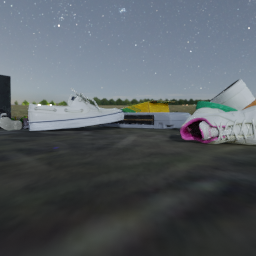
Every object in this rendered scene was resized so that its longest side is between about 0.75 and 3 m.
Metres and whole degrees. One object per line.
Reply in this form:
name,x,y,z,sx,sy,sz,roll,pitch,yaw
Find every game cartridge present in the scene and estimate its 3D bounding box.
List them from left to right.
game cartridge,0.534,-0.265,9.090,2.782,0.578,1.852,2,7,34

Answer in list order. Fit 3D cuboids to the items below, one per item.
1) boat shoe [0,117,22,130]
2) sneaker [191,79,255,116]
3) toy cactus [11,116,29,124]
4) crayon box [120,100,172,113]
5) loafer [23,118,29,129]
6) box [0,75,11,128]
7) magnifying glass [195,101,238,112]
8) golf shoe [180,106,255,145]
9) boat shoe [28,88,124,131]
boat shoe,-3.135,-0.106,7.301,0.273,0.334,0.904,1,0,13
sneaker,2.363,-0.240,7.230,0.928,1.080,2.550,-39,-4,-16
toy cactus,-3.896,-0.208,10.262,0.778,0.398,0.642,-5,-14,-33
crayon box,0.902,-0.861,14.852,2.824,0.717,1.792,-11,-6,42
loafer,-2.826,-0.159,8.042,0.346,0.303,0.961,-18,6,-9
box,-4.594,-0.697,6.953,1.755,1.522,2.871,1,3,22
magnifying glass,2.267,-0.216,5.999,2.025,0.227,0.806,13,0,-33
golf shoe,1.340,0.028,3.653,0.663,0.546,1.449,-22,14,-40
boat shoe,-1.305,-0.527,7.097,2.387,1.018,0.882,-5,3,-7
